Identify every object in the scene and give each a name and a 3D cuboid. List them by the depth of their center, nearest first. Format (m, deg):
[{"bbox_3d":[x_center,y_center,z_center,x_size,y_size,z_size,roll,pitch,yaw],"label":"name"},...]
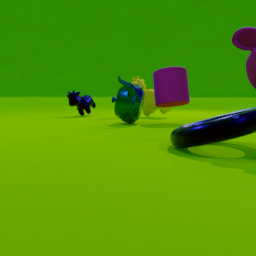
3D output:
[{"bbox_3d":[2.222,-0.871,3.667,1.663,1.196,1.002,32,30,-6],"label":"monkey head"},{"bbox_3d":[1.417,-0.009,4.368,1.556,0.311,1.556,-15,-1,0],"label":"ring"},{"bbox_3d":[-0.027,-0.762,8.006,0.898,1.140,1.834,13,-36,8],"label":"teapot"},{"bbox_3d":[1.241,-1.154,8.075,0.984,0.984,0.984,-4,-5,0],"label":"cylinder"},{"bbox_3d":[0.808,-1.252,10.516,1.572,1.546,0.863,-6,13,33],"label":"cow figurine"},{"bbox_3d":[-1.807,-1.060,10.830,0.643,1.152,1.171,-12,26,27],"label":"cow figurine"}]
